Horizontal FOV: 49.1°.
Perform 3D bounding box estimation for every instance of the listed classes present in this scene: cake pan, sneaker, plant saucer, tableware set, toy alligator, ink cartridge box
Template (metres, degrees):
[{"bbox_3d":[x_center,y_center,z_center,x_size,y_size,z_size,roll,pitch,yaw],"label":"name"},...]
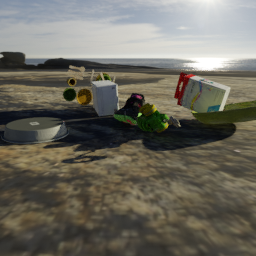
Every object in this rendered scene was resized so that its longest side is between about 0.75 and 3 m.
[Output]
[{"bbox_3d":[-2.610,0.027,7.938,1.830,0.336,1.830,0,15,0],"label":"cake pan"},{"bbox_3d":[0.104,-0.722,9.437,0.825,0.900,2.150,16,20,7],"label":"sneaker"},{"bbox_3d":[3.493,-0.511,8.891,2.897,0.450,2.897,-10,5,1],"label":"plant saucer"},{"bbox_3d":[-1.574,-1.700,12.045,2.377,1.601,0.365,8,10,-33],"label":"tableware set"},{"bbox_3d":[0.674,-0.160,7.689,0.674,0.736,2.483,-38,15,-3],"label":"toy alligator"},{"bbox_3d":[2.261,-1.083,9.064,1.731,1.006,0.582,25,28,26],"label":"ink cartridge box"}]

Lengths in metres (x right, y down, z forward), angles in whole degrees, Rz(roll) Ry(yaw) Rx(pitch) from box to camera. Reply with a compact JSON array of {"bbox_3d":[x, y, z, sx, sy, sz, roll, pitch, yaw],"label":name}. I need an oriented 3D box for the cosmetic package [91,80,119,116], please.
[{"bbox_3d":[-0.945,-1.243,11.183,0.837,1.164,2.063,-7,14,-10],"label":"cosmetic package"}]
